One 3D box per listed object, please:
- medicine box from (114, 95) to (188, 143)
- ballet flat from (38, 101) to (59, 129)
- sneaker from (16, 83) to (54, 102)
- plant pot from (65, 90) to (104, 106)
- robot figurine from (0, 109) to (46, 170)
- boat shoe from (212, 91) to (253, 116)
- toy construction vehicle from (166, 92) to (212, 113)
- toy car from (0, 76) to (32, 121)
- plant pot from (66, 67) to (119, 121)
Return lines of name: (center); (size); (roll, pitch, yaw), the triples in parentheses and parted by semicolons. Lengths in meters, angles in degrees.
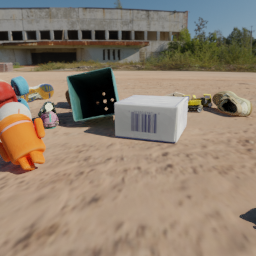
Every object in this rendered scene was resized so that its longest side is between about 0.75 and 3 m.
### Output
medicine box: (0.877, -0.422, 9.677); (2.064, 1.166, 2.266); (5, 15, 19)
ballet flat: (-3.143, -0.609, 11.105); (0.795, 0.818, 2.300); (0, 13, -20)
sneaker: (-5.648, -2.180, 16.862); (1.139, 0.973, 2.585); (9, 16, 29)
plant pot: (-2.331, -1.757, 14.331); (1.505, 1.726, 1.726); (-32, 31, -34)
robot figurine: (-2.466, 0.266, 6.521); (0.843, 1.446, 1.040); (-17, -20, -50)
boat shoe: (4.636, -1.165, 13.132); (0.849, 0.943, 2.614); (-3, 20, -16)
toy construction vehicle: (3.007, -1.445, 14.168); (2.529, 0.891, 2.202); (4, 15, 13)
toy car: (-3.889, -0.323, 9.260); (2.184, 1.931, 2.013); (41, 48, 23)
plant pot: (-1.167, -1.190, 11.294); (1.707, 1.706, 2.416); (-10, -2, 5)
